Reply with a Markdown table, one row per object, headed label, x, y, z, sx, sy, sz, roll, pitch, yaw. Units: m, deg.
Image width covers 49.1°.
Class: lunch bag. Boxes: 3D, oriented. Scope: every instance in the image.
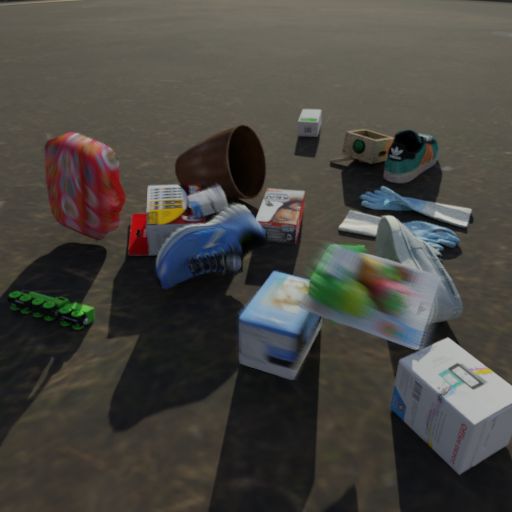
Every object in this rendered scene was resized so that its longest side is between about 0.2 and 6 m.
| label | x | y | z | sx | sy | sz | roll | pitch | yaw |
| --- | --- | --- | --- | --- | --- | --- | --- | --- | --- |
| lunch bag | -3.528 | -1.413 | 11.806 | 1.815 | 2.060 | 0.844 | 24 | 37 | 23 |

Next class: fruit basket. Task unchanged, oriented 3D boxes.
| label | x | y | z | sx | sy | sz | roll | pitch | yaw |
| --- | --- | --- | --- | --- | --- | --- | --- | --- | --- |
| fruit basket | 1.764 | 0.497 | 8.547 | 1.810 | 0.848 | 1.676 | 15 | 43 | 21 |

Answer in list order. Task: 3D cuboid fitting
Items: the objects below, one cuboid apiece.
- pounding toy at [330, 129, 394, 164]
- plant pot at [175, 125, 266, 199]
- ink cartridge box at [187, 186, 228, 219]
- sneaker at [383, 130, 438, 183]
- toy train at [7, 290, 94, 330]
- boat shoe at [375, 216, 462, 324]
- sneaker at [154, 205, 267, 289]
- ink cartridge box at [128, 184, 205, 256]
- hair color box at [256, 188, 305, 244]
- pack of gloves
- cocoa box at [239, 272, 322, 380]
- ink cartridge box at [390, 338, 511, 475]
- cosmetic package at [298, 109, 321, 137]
| label | x | y | z | sx | sy | sz | roll | pitch | yaw |
| --- | --- | --- | --- | --- | --- | --- | --- | --- | --- |
| pounding toy | 2.983 | -2.988 | 15.840 | 1.194 | 0.922 | 1.297 | 27 | 31 | 35 |
| plant pot | -1.006 | -2.202 | 13.893 | 1.894 | 1.771 | 1.771 | -3 | 27 | 30 |
| ink cartridge box | -1.000 | -1.116 | 11.643 | 0.726 | 0.306 | 0.525 | -20 | 37 | -6 |
| sneaker | 4.381 | -2.989 | 15.417 | 1.010 | 1.131 | 2.831 | 19 | 37 | 27 |
| toy train | -3.661 | 0.913 | 10.010 | 1.737 | 0.362 | 0.490 | 13 | 25 | 20 |
| boat shoe | 3.038 | 0.237 | 10.618 | 1.009 | 0.989 | 2.834 | 3 | 37 | -10 |
| sneaker | -0.817 | -0.088 | 10.673 | 2.475 | 0.972 | 1.103 | -32 | 53 | -25 |
| ink cartridge box | -1.968 | -0.812 | 12.269 | 1.640 | 0.783 | 1.868 | -3 | 33 | -8 |
| hair color box | 0.561 | -0.939 | 12.747 | 0.929 | 0.536 | 1.675 | 6 | 34 | 8 |
| pack of gloves | 3.487 | -1.017 | 12.893 | 2.637 | 0.520 | 2.216 | 14 | 34 | 21 |
| cocoa box | 0.435 | 1.087 | 9.129 | 0.976 | 0.960 | 1.463 | 13 | 35 | 20 |
| ink cartridge box | 2.695 | 2.012 | 7.647 | 0.978 | 0.982 | 1.339 | -17 | 37 | -25 |
| cosmetic package | 1.730 | -4.284 | 18.049 | 0.659 | 0.520 | 1.225 | 3 | 34 | 9 |
